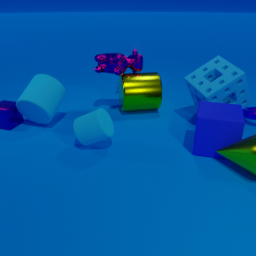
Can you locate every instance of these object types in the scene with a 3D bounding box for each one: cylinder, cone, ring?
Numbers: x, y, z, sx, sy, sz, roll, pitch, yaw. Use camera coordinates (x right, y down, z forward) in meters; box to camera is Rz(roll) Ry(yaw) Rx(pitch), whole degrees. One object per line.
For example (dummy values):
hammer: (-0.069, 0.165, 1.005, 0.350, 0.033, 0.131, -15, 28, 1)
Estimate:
cylinder: (-2.731, -0.908, 8.880, 1.155, 1.155, 1.155, 9, 55, 18)
cone: (2.614, 0.591, 6.605, 1.119, 1.115, 1.115, 2, 21, 40)
ring: (4.438, -0.476, 9.251, 1.417, 0.283, 1.417, 0, 13, 0)
cylinder: (0.407, -1.294, 10.012, 1.351, 1.351, 1.351, -4, 25, -9)
cylinder: (-0.909, -0.019, 7.497, 0.801, 0.801, 0.801, -20, 19, 20)

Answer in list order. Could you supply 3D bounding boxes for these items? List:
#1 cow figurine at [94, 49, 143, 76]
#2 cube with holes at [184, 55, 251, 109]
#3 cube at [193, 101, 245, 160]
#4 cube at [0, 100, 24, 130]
cow figurine: (-0.278, -2.265, 9.703, 1.561, 0.857, 1.536, 7, 21, 16)
cube with holes: (2.871, -1.206, 8.997, 1.327, 1.327, 1.327, -33, 42, 2)
cube: (2.360, 0.040, 7.395, 1.120, 1.120, 1.120, 7, 27, 14)
cube: (-3.865, -0.418, 8.908, 0.708, 0.708, 0.708, 8, 26, 17)
